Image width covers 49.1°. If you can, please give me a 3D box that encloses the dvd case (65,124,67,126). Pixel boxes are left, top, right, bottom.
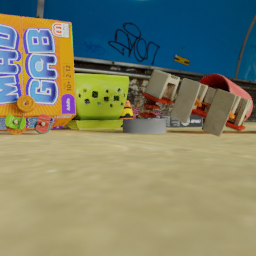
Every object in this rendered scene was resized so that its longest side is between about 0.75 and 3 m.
[{"bbox_3d":[-3.247,-0.397,13.569,1.835,0.197,2.468,1,-11,14],"label":"dvd case"}]

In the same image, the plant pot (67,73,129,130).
[{"bbox_3d":[-1.266,-0.881,10.198,2.068,1.877,2.058,-1,3,-25],"label":"plant pot"}]

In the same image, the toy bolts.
[{"bbox_3d":[-2.407,-0.214,6.963,1.016,0.971,0.705,18,-20,-14],"label":"toy bolts"}]

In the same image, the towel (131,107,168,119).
[{"bbox_3d":[0.634,-0.703,16.105,2.161,0.336,2.988,-15,23,-42],"label":"towel"}]

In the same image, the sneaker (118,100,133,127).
[{"bbox_3d":[-0.538,-0.746,13.881,1.048,1.348,2.996,-1,2,-24],"label":"sneaker"}]

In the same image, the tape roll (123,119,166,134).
[{"bbox_3d":[0.454,-0.065,7.848,1.214,0.401,1.214,-1,2,0],"label":"tape roll"}]

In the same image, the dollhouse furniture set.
[{"bbox_3d":[1.791,-0.492,7.651,2.759,1.437,2.790,25,14,27],"label":"dollhouse furniture set"}]

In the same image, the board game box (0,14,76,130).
[{"bbox_3d":[-3.147,-1.423,8.318,2.654,2.656,2.654,-2,-8,-21],"label":"board game box"}]

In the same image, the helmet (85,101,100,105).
[{"bbox_3d":[-1.952,-0.857,15.568,1.416,1.416,1.350,0,-17,-10],"label":"helmet"}]

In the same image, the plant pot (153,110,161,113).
[{"bbox_3d":[0.838,-0.632,16.770,2.649,0.364,2.649,1,19,0],"label":"plant pot"}]

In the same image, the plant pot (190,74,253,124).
[{"bbox_3d":[5.350,-1.362,15.763,2.575,2.910,2.910,10,-4,-32],"label":"plant pot"}]

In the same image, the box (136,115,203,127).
[{"bbox_3d":[1.912,-0.345,13.511,2.651,0.587,2.123,-1,2,-14],"label":"box"}]
